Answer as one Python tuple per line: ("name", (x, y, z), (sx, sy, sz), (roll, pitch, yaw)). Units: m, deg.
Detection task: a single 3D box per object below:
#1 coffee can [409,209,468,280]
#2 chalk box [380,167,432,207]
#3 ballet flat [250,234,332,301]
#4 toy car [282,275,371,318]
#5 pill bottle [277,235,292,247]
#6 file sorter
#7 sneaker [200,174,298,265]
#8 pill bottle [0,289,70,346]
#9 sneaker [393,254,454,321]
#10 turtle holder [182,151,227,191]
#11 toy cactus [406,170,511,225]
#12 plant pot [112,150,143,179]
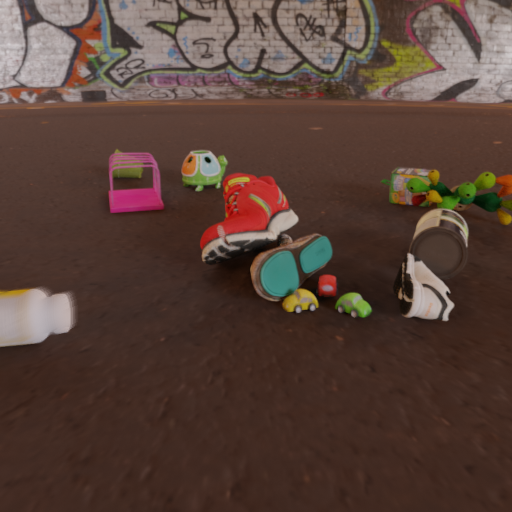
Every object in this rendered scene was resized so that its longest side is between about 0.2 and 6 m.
("coffee can", (3.452, -0.248, 10.538), (0.997, 0.997, 1.363), (7, 21, 18))
("chalk box", (4.122, -1.896, 15.284), (1.396, 0.864, 0.868), (9, 23, 25))
("ballet flat", (0.445, 0.226, 9.784), (0.857, 0.868, 2.550), (-8, 6, 35))
("toy car", (1.258, 0.662, 8.997), (1.282, 0.304, 1.362), (15, 26, 37))
("pill bottle", (0.600, -0.232, 11.478), (0.324, 0.324, 0.572), (-1, 19, -3))
("file sorter", (-3.305, -2.034, 15.116), (1.351, 1.219, 1.944), (-5, 21, -14))
("sneaker", (-0.318, -0.854, 11.064), (1.365, 1.505, 3.544), (-21, 7, 22))
("pill bottle", (-3.339, 0.859, 7.797), (1.350, 0.756, 0.756), (-5, 20, -7))
("sneaker", (2.695, 0.546, 9.106), (0.738, 0.680, 1.846), (15, 26, 2))
("turtle holder", (-1.508, -2.614, 16.929), (1.498, 1.064, 1.138), (-6, 20, -15))
("toy cactus", (5.066, -1.318, 13.583), (2.808, 1.436, 2.317), (2, 1, 13))
("plant pot", (-4.144, -2.880, 18.124), (0.901, 0.949, 0.949), (12, 19, -5))
